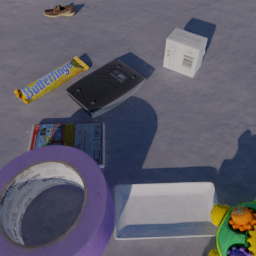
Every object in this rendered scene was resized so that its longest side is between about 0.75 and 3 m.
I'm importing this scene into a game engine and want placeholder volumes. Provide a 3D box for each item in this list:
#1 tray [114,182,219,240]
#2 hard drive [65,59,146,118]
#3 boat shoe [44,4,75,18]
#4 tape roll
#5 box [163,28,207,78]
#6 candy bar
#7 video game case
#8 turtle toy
[{"bbox_3d":[0.896,1.923,6.517,2.439,0.270,1.309,-2,51,-1],"label":"tray"},{"bbox_3d":[-0.669,-1.270,8.894,2.216,0.469,1.495,-36,60,-25],"label":"hard drive"},{"bbox_3d":[-2.912,-4.990,11.814,1.310,0.472,0.473,0,52,0],"label":"boat shoe"},{"bbox_3d":[-1.644,1.750,5.960,2.642,1.123,2.642,-3,53,5],"label":"tape roll"},{"bbox_3d":[1.901,-2.529,9.436,1.173,1.166,0.766,26,56,19],"label":"box"},{"bbox_3d":[-2.439,-1.566,9.087,0.678,0.301,2.719,41,55,11],"label":"candy bar"},{"bbox_3d":[-1.679,0.477,7.707,2.049,0.179,1.465,-2,52,-2],"label":"video game case"},{"bbox_3d":[2.517,2.530,5.334,1.810,1.255,2.483,10,67,6],"label":"turtle toy"}]
